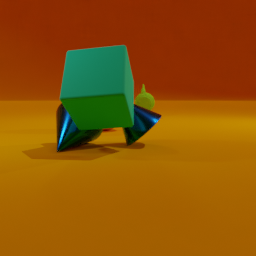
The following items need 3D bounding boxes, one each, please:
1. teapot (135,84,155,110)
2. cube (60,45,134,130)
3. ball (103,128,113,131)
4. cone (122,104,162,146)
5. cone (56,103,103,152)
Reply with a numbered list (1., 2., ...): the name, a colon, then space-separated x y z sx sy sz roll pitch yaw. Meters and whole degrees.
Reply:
1. teapot: 0.769 -1.243 12.601 0.887 1.427 0.699 -5 23 14
2. cube: -0.451 -0.639 4.674 0.985 0.985 0.985 -4 -29 8
3. ball: -0.666 -0.494 7.874 1.141 1.141 1.141 0 6 0
4. cone: 0.021 -0.283 5.409 0.893 0.896 0.893 -41 5 5
5. cone: -1.082 0.136 5.155 0.994 0.994 0.998 2 33 16
